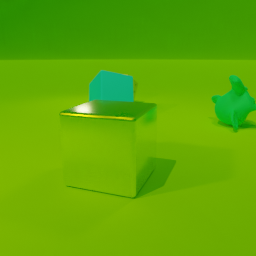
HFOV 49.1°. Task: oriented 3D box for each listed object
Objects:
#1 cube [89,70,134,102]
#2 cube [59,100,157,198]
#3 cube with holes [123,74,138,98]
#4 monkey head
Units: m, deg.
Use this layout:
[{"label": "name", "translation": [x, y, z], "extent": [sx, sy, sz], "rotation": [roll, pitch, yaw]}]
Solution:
[{"label": "cube", "translation": [-0.534, -1.001, 8.659], "extent": [1.065, 1.065, 1.065], "rotation": [7, -18, -26]}, {"label": "cube", "translation": [-0.266, 0.252, 4.715], "extent": [1.237, 1.237, 1.237], "rotation": [5, 16, 20]}, {"label": "cube with holes", "translation": [-0.261, -1.647, 11.703], "extent": [0.903, 0.903, 0.903], "rotation": [8, -13, 32]}, {"label": "monkey head", "translation": [2.996, -0.769, 8.145], "extent": [1.113, 1.329, 1.847], "rotation": [-32, 27, 13]}]
